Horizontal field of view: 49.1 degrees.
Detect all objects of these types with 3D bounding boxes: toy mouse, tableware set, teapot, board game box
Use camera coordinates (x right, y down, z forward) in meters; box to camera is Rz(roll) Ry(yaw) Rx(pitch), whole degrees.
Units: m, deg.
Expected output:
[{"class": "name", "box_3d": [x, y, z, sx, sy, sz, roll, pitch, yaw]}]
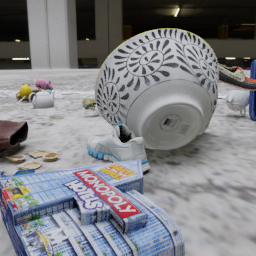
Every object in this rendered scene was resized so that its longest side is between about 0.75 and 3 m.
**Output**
[{"class": "toy mouse", "box_3d": [-3.770, -1.713, 12.412, 1.903, 0.414, 2.141, 5, 40, -12]}, {"class": "tableware set", "box_3d": [-1.783, 0.574, 5.358, 0.787, 0.109, 0.942, 10, 18, 34]}, {"class": "teapot", "box_3d": [3.558, -0.797, 9.127, 0.815, 0.595, 0.804, 12, -20, 9]}, {"class": "teapot", "box_3d": [-3.343, -1.151, 10.994, 0.891, 0.659, 0.903, -2, 15, -7]}, {"class": "board game box", "box_3d": [-0.315, 0.906, 3.133, 1.820, 0.562, 1.821, -10, 18, -32]}]

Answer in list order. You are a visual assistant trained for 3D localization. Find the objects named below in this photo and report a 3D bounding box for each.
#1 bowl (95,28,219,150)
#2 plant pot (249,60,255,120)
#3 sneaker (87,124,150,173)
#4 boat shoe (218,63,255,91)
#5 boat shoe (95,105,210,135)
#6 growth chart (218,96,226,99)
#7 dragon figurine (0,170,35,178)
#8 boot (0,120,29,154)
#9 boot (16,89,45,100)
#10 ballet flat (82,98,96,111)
[{"class": "bowl", "box_3d": [0.705, -0.400, 5.480, 2.664, 2.664, 1.250, -2, 42, -8]}, {"class": "plant pot", "box_3d": [4.900, -1.164, 8.301, 2.149, 2.149, 1.932, -7, 10, -23]}, {"class": "sneaker", "box_3d": [-0.214, 0.258, 5.328, 0.652, 0.754, 1.741, -14, 18, -37]}, {"class": "boat shoe", "box_3d": [2.346, -1.182, 6.282, 1.364, 0.427, 0.485, 15, 24, -1]}, {"class": "boat shoe", "box_3d": [0.719, -0.576, 6.825, 2.956, 0.966, 1.087, 5, 39, -18]}, {"class": "growth chart", "box_3d": [4.169, -1.480, 13.411, 1.164, 0.103, 0.843, 4, 14, 14]}, {"class": "dragon figurine", "box_3d": [-1.502, 0.804, 3.990, 1.152, 0.339, 0.573, -2, 15, -3]}, {"class": "boot", "box_3d": [-3.287, 0.192, 5.023, 2.297, 0.999, 2.761, -2, 11, 0]}, {"class": "boot", "box_3d": [-4.479, -1.607, 13.059, 1.420, 0.514, 1.181, -8, 18, -17]}, {"class": "ballet flat", "box_3d": [-0.915, -0.757, 9.377, 1.250, 0.442, 0.442, 0, 13, -25]}]
